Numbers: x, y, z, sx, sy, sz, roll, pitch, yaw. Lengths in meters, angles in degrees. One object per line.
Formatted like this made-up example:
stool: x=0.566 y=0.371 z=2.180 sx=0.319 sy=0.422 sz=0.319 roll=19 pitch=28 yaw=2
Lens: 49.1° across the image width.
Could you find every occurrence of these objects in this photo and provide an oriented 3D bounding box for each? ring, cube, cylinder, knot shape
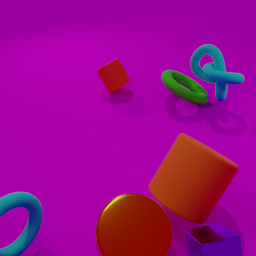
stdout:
ring: x=1.937 y=-1.399 z=9.546 sx=1.784 sy=0.357 sz=1.784 roll=23 pitch=29 yaw=-14
ring: x=-2.120 y=1.806 z=5.045 sx=0.270 sy=1.351 sz=1.351 roll=18 pitch=42 yaw=32
cube: x=1.595 y=2.309 z=5.181 sx=0.754 sy=0.754 sz=0.754 roll=-8 pitch=1 yaw=-11
cylinder: x=0.051 y=1.992 z=5.119 sx=1.272 sy=1.272 sz=1.272 roll=3 pitch=60 yaw=-4
knot shape: x=2.792 y=-1.861 z=9.131 sx=0.901 sy=1.949 sz=1.824 roll=-39 pitch=78 yaw=6
cylinder: x=1.326 y=1.009 z=5.776 sx=1.351 sy=1.351 sz=1.351 roll=29 pitch=7 yaw=-4
cylinder: x=-0.510 y=-1.886 z=10.063 sx=0.920 sy=0.920 sz=0.920 roll=-29 pitch=12 yaw=7
